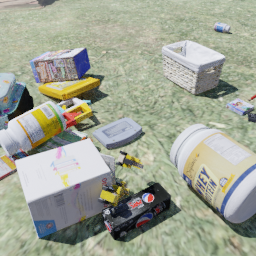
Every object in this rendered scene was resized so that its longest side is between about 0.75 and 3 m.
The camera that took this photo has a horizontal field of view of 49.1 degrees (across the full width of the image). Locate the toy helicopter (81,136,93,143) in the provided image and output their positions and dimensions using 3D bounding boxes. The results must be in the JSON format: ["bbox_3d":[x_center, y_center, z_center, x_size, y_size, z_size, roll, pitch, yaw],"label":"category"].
[{"bbox_3d":[-1.540,0.692,9.686,0.399,0.669,1.012,35,64,-10],"label":"toy helicopter"}]

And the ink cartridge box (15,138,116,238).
[{"bbox_3d":[-1.568,1.534,7.741,2.444,1.571,1.530,-17,42,-23],"label":"ink cartridge box"}]

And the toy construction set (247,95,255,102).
[{"bbox_3d":[5.684,-1.003,11.553,1.594,1.225,1.329,19,72,-8],"label":"toy construction set"}]

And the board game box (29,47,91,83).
[{"bbox_3d":[-3.259,-3.099,13.774,2.281,1.105,1.818,-2,29,16],"label":"board game box"}]

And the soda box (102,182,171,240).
[{"bbox_3d":[0.260,2.226,7.644,1.873,0.593,0.663,-21,43,-25],"label":"soda box"}]

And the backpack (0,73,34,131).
[{"bbox_3d":[-5.179,-0.802,10.500,2.639,2.023,2.320,-12,41,3],"label":"backpack"}]

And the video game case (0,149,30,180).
[{"bbox_3d":[-3.989,1.172,9.441,0.922,0.112,1.289,30,47,34],"label":"video game case"}]

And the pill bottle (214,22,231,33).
[{"bbox_3d":[6.794,-7.216,20.175,1.053,0.591,0.591,27,45,30],"label":"pill bottle"}]

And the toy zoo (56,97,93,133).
[{"bbox_3d":[-2.547,-0.532,11.244,2.479,0.254,1.626,-30,42,-24],"label":"toy zoo"}]

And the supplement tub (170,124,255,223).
[{"bbox_3d":[2.611,1.176,7.999,1.856,1.856,2.570,-21,41,-26],"label":"supplement tub"}]

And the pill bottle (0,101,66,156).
[{"bbox_3d":[-3.284,0.046,9.525,2.095,1.164,1.164,-33,48,-26],"label":"pill bottle"}]

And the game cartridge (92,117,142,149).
[{"bbox_3d":[-0.351,0.188,10.602,1.676,0.348,1.116,-24,47,-28],"label":"game cartridge"}]

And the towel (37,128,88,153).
[{"bbox_3d":[-2.339,0.561,10.200,1.197,0.184,1.570,17,40,20],"label":"towel"}]

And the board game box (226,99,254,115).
[{"bbox_3d":[4.865,-0.924,12.174,0.832,0.172,0.834,-25,44,-29],"label":"board game box"}]

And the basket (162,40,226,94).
[{"bbox_3d":[3.083,-2.984,13.682,1.809,1.646,2.669,-21,41,-25],"label":"basket"}]

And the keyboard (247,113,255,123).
[{"bbox_3d":[5.738,-0.380,11.343,1.635,0.324,0.851,8,38,12],"label":"keyboard"}]

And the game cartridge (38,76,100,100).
[{"bbox_3d":[-2.739,-1.955,12.978,2.021,0.372,2.292,-31,32,-34],"label":"game cartridge"}]

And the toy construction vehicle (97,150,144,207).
[{"bbox_3d":[-0.085,1.418,7.590,0.580,1.647,1.434,17,81,18],"label":"toy construction vehicle"}]
